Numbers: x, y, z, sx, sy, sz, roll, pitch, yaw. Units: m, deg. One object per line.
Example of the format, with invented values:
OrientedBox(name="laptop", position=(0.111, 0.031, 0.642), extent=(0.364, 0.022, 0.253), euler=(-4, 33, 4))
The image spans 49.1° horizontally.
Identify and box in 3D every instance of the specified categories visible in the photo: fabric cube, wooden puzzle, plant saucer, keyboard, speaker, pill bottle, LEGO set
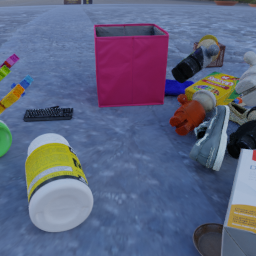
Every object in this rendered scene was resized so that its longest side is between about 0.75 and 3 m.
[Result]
OrientedBox(name="fabric cube", position=(0.021, -2.567, 11.109), extent=(2.638, 2.630, 2.588), euler=(-4, 29, -6))
OrientedBox(name="wooden puzzle", position=(4.307, -1.215, 11.071), extent=(1.245, 0.288, 1.153), euler=(-9, 30, -16))
OrientedBox(name="plant saucer", position=(1.672, 2.159, 5.111), extent=(0.992, 0.181, 0.992), euler=(3, 25, -2))
OrientedBox(name="keyboard", position=(-2.801, -0.564, 10.005), extent=(1.669, 0.214, 1.002), euler=(-2, 29, -5))
OrientedBox(name="speaker", position=(-4.496, -0.051, 8.118), extent=(2.725, 1.205, 1.205), euler=(24, 37, 36))
OrientedBox(name="pill bottle", position=(-1.583, 1.048, 6.086), extent=(1.217, 1.217, 2.129), euler=(-11, 31, -18))
OrientedBox(name="LEGO set", position=(-3.280, -0.947, 7.249), extent=(1.050, 0.976, 2.559), euler=(-38, 23, 14))

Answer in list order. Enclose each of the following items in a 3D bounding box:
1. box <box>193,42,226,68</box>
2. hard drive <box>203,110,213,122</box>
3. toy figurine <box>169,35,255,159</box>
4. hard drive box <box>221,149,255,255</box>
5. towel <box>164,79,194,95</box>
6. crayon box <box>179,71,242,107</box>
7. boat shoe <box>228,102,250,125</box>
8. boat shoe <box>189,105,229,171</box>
OrientedBox(name="box", position=(4.335, -3.979, 15.120), extent=(1.384, 1.148, 1.137), euler=(-4, 29, -6))
OrientedBox(name="hard drive", position=(2.808, -0.386, 9.634), extent=(0.545, 0.171, 0.807), euler=(4, 38, 7))
OrientedBox(name="toy figurine", position=(2.784, -0.946, 7.936), extent=(2.931, 2.886, 2.039), euler=(23, 47, 34))
OrientedBox(name="hard drive box", position=(2.912, 1.497, 4.927), extent=(2.094, 1.032, 2.687), euler=(5, 23, 25))
OrientedBox(name="towel", position=(2.113, -1.737, 11.799), extent=(1.581, 0.392, 1.168), euler=(1, 28, -7))
OrientedBox(name="crayon box", position=(3.241, -1.358, 10.709), extent=(2.311, 0.587, 1.467), euler=(-33, 41, -29))
OrientedBox(name="boat shoe", position=(3.973, -0.371, 9.281), extent=(0.627, 0.563, 1.695), euler=(-21, 36, -33))
OrientedBox(name="boat shoe", position=(2.348, 0.085, 8.029), extent=(0.867, 1.022, 2.808), euler=(12, 36, 14))
